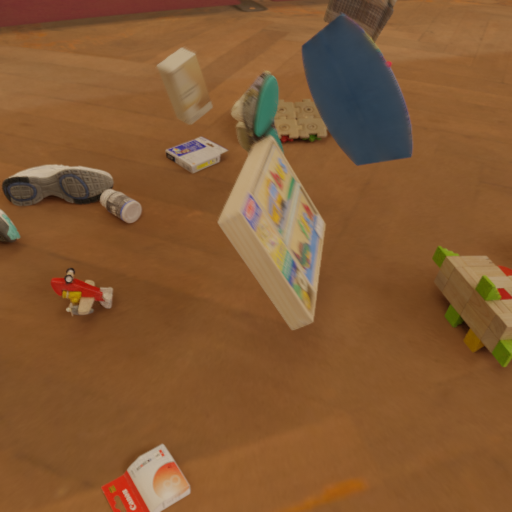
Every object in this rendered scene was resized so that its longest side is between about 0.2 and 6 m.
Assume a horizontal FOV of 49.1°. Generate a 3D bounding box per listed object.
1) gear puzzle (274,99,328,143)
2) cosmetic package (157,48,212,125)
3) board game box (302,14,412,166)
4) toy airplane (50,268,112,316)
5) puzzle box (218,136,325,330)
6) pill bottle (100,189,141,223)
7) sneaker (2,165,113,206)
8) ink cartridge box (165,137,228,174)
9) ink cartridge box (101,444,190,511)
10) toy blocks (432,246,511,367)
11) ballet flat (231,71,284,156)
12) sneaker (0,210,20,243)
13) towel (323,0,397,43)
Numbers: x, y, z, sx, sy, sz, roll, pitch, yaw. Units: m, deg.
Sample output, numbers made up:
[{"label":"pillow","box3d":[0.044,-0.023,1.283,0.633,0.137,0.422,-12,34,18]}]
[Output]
[{"label":"gear puzzle","box3d":[1.207,-3.791,15.995,3.345,0.438,1.732,-2,51,-3]},{"label":"cosmetic package","box3d":[-1.474,-3.540,11.765,0.487,1.370,0.721,34,69,33]},{"label":"board game box","box3d":[2.129,-3.237,10.984,0.690,2.800,3.543,-30,11,-10]},{"label":"toy airplane","box3d":[-3.110,0.750,10.156,1.022,0.724,1.027,36,14,23]},{"label":"puzzle box","box3d":[0.368,-0.495,8.445,0.366,1.916,2.880,-25,24,23]},{"label":"pill bottle","box3d":[-3.060,-1.139,12.599,0.916,0.521,0.521,29,46,32]},{"label":"sneaker","box3d":[-4.606,-1.817,13.197,2.513,0.936,1.094,0,33,-1]},{"label":"ink cartridge box","box3d":[-1.560,-2.685,14.799,1.212,0.285,1.198,-27,44,-32]},{"label":"ink cartridge box","box3d":[-1.481,3.056,7.458,0.967,0.242,0.784,-21,42,-28]},{"label":"toy blocks","box3d":[4.371,0.784,9.829,1.655,1.210,2.422,-1,37,-20]},{"label":"ballet flat","box3d":[-0.030,-2.252,9.590,0.827,2.299,0.827,-3,61,5]},{"label":"sneaker","box3d":[-5.924,-0.566,11.792,2.197,0.852,1.002,16,53,29]},{"label":"towel","box3d":[2.232,-5.322,12.137,1.354,1.303,0.234,24,60,-1]}]
